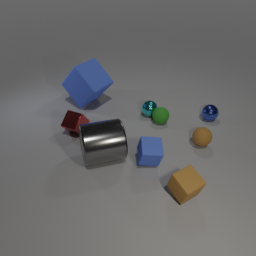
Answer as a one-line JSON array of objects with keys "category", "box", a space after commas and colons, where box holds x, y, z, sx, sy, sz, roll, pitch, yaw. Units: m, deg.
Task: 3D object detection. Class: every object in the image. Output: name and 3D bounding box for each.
[{"category": "ball", "box": [0.936, -0.839, 12.063, 0.700, 0.700, 0.700, 0, 33, 0]}, {"category": "cube", "box": [0.712, 0.759, 9.127, 0.700, 0.700, 0.700, 4, 54, -9]}, {"category": "ball", "box": [2.694, 0.311, 10.163, 0.700, 0.700, 0.700, 0, 33, 0]}, {"category": "cube", "box": [-2.033, -0.187, 10.830, 0.700, 0.700, 0.700, 16, 75, 23]}, {"category": "ball", "box": [1.352, -0.519, 11.544, 0.700, 0.700, 0.700, 0, 33, 0]}, {"category": "cylinder", "box": [-0.857, 0.468, 9.385, 1.400, 1.400, 1.400, -10, 34, -13]}, {"category": "ball", "box": [3.450, -0.645, 11.780, 0.700, 0.700, 0.700, 0, 33, 0]}, {"category": "cube", "box": [1.645, 1.602, 7.957, 0.700, 0.700, 0.700, -23, 59, -25]}, {"category": "cube", "box": [-1.808, -2.015, 12.539, 1.400, 1.400, 1.400, 52, 44, -1]}]
